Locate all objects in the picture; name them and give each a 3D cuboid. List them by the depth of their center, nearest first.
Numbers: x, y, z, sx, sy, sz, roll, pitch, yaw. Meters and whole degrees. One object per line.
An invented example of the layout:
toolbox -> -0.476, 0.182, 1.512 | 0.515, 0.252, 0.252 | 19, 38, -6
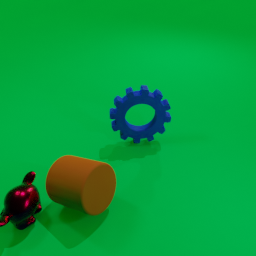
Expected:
monkey head -> -2.207, 1.503, 5.543 | 0.929, 0.778, 1.292 | -1, 39, 18
cylinder -> -0.940, 1.132, 5.674 | 1.028, 1.028, 1.028 | 7, 34, 35
gear -> 0.319, -0.327, 7.264 | 1.568, 1.568, 0.290 | -3, 33, -4
